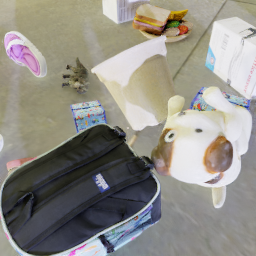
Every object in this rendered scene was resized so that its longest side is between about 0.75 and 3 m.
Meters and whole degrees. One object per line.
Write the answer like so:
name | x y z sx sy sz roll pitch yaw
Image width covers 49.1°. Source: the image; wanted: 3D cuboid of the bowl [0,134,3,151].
bowl | -4.382 0.635 7.708 1.575 0.589 1.577 21 49 20

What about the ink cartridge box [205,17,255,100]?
ink cartridge box | 4.093 -2.518 9.989 1.081 1.856 2.567 -19 48 -18

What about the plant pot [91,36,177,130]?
plant pot | 0.419 -1.159 8.054 2.287 2.093 2.287 -24 8 4

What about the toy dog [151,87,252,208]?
toy dog | 1.531 0.449 6.200 1.922 2.755 2.671 4 86 28

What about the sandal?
sandal | -4.046 -2.805 10.428 0.728 1.205 2.961 -24 45 -40

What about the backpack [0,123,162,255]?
backpack | -1.001 1.503 5.728 2.790 2.100 2.477 -25 50 -23

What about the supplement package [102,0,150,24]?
supplement package | -0.101 -6.532 14.325 1.984 1.495 1.506 -24 49 -22

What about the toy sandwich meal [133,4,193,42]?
toy sandwich meal | 1.671 -5.052 13.187 2.863 0.980 2.863 0 45 0

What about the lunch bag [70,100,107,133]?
lunch bag | -1.290 -0.490 8.967 0.964 0.602 1.280 -13 34 -11

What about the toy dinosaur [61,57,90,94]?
toy dinosaur | -1.840 -1.849 10.270 1.032 0.776 2.017 11 38 -7

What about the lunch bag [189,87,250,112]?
lunch bag | 2.928 -0.603 8.875 1.632 1.020 2.168 17 35 18

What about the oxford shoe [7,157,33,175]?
oxford shoe | -1.979 1.148 7.265 2.131 0.751 0.797 -7 72 -10
